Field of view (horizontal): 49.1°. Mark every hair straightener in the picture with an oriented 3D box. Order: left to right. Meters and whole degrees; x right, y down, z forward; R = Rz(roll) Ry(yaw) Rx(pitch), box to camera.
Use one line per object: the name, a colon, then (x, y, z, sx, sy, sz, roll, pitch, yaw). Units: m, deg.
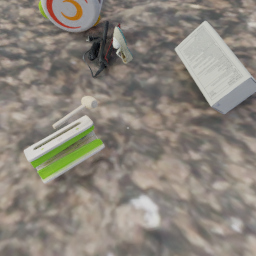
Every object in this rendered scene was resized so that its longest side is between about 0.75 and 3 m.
hair straightener: (-1.022, -2.875, 10.014, 1.015, 0.540, 2.638, 15, 62, -2)

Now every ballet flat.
ballet flat: (-0.223, -2.603, 9.011, 0.473, 1.362, 0.473, -11, 56, 17)

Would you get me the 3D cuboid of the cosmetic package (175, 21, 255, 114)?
cosmetic package: (2.693, -1.903, 8.714, 1.357, 0.958, 2.621, -39, 55, 27)

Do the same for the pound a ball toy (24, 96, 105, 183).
pound a ball toy: (-1.566, 0.189, 6.999, 2.073, 1.352, 0.881, -32, 32, -15)

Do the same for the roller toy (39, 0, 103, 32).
roller toy: (-1.914, -4.694, 10.054, 2.236, 2.040, 1.563, 17, 53, -15)
